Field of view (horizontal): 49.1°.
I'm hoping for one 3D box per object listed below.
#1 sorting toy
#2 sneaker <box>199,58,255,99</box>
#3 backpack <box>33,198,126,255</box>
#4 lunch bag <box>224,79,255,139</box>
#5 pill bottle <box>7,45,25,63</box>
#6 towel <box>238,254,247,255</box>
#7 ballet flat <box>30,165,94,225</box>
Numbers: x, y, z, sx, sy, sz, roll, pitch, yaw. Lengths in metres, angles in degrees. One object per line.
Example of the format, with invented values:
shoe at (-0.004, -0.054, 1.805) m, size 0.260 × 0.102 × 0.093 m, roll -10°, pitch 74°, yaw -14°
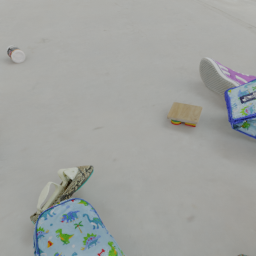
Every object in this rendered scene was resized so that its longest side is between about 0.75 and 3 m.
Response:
sorting toy at (1.723, -0.373, 8.498) m, size 0.906 × 0.317 × 0.911 m, roll 12°, pitch 37°, yaw 17°
sneaker at (3.679, -1.725, 10.001) m, size 1.447 × 0.920 × 2.538 m, roll -12°, pitch 48°, yaw -20°
backpack at (-0.785, 2.033, 4.415) m, size 1.495 × 1.409 × 1.833 m, roll -22°, pitch 29°, yaw -17°
lunch bag at (3.831, -0.489, 7.756) m, size 2.121 × 1.352 × 1.804 m, roll 5°, pitch 35°, yaw 8°
pill bottle at (-4.997, -3.298, 12.413) m, size 0.583 × 0.583 × 1.002 m, roll -22°, pitch 40°, yaw -28°
towel at (2.733, 3.101, 3.600) m, size 2.150 × 0.318 × 2.932 m, roll 3°, pitch 35°, yaw 3°
ballet flat at (-1.322, 1.237, 5.635) m, size 0.573 × 0.636 × 1.689 m, roll -14°, pitch 33°, yaw 48°
